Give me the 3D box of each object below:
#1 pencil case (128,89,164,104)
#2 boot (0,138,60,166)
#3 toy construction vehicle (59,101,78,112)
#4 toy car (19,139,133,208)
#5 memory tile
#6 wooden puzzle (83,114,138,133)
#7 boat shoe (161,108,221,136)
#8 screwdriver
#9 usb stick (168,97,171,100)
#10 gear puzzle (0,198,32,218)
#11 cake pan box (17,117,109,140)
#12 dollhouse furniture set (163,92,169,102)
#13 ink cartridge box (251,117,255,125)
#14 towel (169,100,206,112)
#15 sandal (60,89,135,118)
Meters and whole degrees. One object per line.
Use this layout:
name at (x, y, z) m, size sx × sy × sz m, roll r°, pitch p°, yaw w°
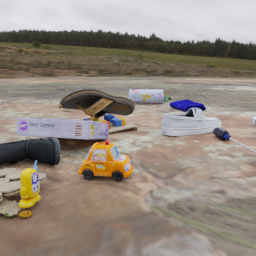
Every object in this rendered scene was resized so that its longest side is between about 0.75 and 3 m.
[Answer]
pencil case at (1.073, -1.889, 16.757) m, size 2.158 × 0.897 × 0.979 m, roll 1°, pitch 12°, yaw 2°
boot at (-2.731, 0.597, 6.409) m, size 2.010 × 0.660 × 1.657 m, roll -2°, pitch 0°, yaw -31°
toy construction vehicle at (-2.971, -1.104, 14.590) m, size 1.342 × 0.473 × 1.168 m, roll 8°, pitch 4°, yaw 20°
toy car at (-0.810, 0.762, 5.345) m, size 1.186 × 0.805 × 2.419 m, roll 5°, pitch 11°, yaw 26°
memory tile at (-2.593, 1.135, 5.066) m, size 1.474 × 0.161 × 1.923 m, roll 1°, pitch 12°, yaw 33°
wooden puzzle at (-0.833, -0.187, 10.428) m, size 1.886 × 0.437 × 1.747 m, roll -7°, pitch 14°, yaw -28°
boat shoe at (2.267, -0.278, 9.893) m, size 2.480 × 0.850 × 0.893 m, roll -5°, pitch 14°, yaw -19°
screwdriver at (3.075, 0.340, 8.293) m, size 0.355 × 0.341 × 2.442 m, roll 27°, pitch 8°, yaw -7°
usb stick at (2.347, -1.993, 18.807) m, size 1.087 × 0.177 × 0.301 m, roll 4°, pitch 7°, yaw 17°
gear puzzle at (-1.910, 1.349, 4.600) m, size 0.808 × 0.106 × 0.418 m, roll 8°, pitch 13°, yaw 19°
cake pan box at (-1.852, 0.026, 8.277) m, size 2.181 × 0.570 × 2.009 m, roll 3°, pitch -3°, yaw 9°
dollhouse furniture set at (1.823, -1.862, 17.298) m, size 1.296 × 0.648 × 0.500 m, roll -1°, pitch 11°, yaw 34°
ink cartridge box at (5.606, -0.228, 11.026) m, size 1.168 × 0.254 × 1.014 m, roll 2°, pitch 14°, yaw 9°
towel at (3.133, -1.213, 14.861) m, size 1.279 × 0.429 × 1.732 m, roll -4°, pitch 14°, yaw -20°
sandal at (-1.031, -0.726, 10.356) m, size 2.836 × 0.774 × 1.159 m, roll 10°, pitch -33°, yaw -28°
